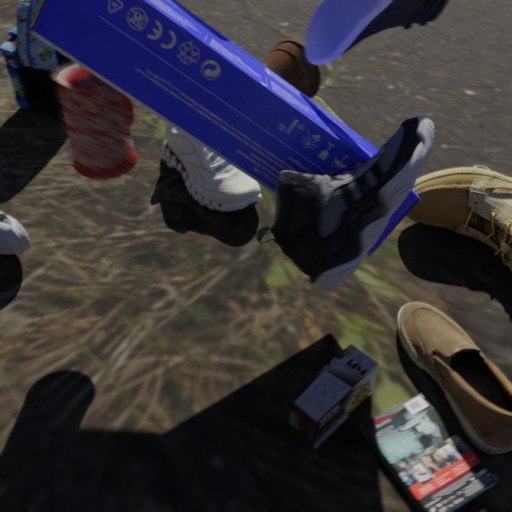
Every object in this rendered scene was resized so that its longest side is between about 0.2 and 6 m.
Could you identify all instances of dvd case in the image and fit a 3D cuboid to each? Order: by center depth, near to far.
[{"bbox_3d":[1.931,2.257,6.386,0.933,0.141,1.279,-20,47,-21],"label":"dvd case"}]

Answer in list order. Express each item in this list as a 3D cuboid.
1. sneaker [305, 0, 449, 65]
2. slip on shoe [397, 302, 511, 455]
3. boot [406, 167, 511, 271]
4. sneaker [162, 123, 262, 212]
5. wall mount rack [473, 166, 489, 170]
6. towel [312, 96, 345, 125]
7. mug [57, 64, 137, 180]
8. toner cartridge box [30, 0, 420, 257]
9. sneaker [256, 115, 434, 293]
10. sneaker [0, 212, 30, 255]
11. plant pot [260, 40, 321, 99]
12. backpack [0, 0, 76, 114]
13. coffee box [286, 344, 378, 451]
[{"bbox_3d":[1.463,-2.885,6.773,1.070,2.157,0.763,-6,85,-26],"label":"sneaker"},{"bbox_3d":[2.520,1.316,7.006,0.865,0.689,2.275,-9,43,-10],"label":"slip on shoe"},{"bbox_3d":[3.734,-0.295,8.574,2.850,1.038,2.215,7,42,2],"label":"boot"},{"bbox_3d":[-0.910,-1.787,10.124,1.063,1.146,2.828,-25,49,-27],"label":"sneaker"},{"bbox_3d":[4.098,-1.194,10.049,0.889,0.382,1.023,-11,43,-17],"label":"wall mount rack"},{"bbox_3d":[1.017,-2.219,10.761,1.466,0.361,1.977,-36,47,4],"label":"towel"},{"bbox_3d":[-2.108,-1.862,7.398,0.861,1.291,1.146,-6,47,-6],"label":"mug"},{"bbox_3d":[-0.198,-1.806,6.635,4.302,0.929,2.044,32,20,-15],"label":"toner cartridge box"},{"bbox_3d":[0.853,-0.724,5.619,1.157,0.767,2.033,33,91,0],"label":"sneaker"},{"bbox_3d":[-4.564,-0.122,8.566,2.080,0.782,1.195,10,43,18],"label":"sneaker"},{"bbox_3d":[0.442,-3.748,12.216,1.398,1.398,1.384,32,59,31],"label":"plant pot"},{"bbox_3d":[-4.447,-4.641,12.219,1.681,2.499,2.281,5,44,6],"label":"backpack"},{"bbox_3d":[0.902,1.666,6.662,1.132,0.640,0.452,-33,51,-32],"label":"coffee box"}]
